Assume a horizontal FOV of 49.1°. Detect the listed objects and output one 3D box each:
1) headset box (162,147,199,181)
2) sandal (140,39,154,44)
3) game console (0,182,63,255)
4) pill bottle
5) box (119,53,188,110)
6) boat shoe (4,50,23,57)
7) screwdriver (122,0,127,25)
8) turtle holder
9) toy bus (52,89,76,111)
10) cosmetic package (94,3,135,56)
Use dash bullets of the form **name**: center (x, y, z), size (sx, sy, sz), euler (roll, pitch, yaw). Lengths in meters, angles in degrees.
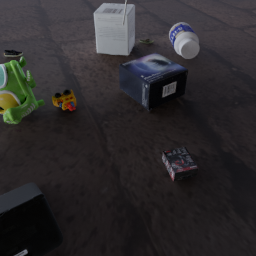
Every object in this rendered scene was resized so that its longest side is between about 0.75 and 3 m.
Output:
- **headset box**: center (1.622, 1.142, 8.688), size (0.799, 0.403, 1.074), euler (-11, 41, -12)
- **sandal**: center (1.091, -5.065, 16.258), size (0.863, 0.246, 0.343), euler (10, 41, 12)
- **game console**: center (-3.107, 2.591, 7.102), size (2.305, 1.342, 2.027), euler (-24, 75, -25)
- **pill bottle**: center (3.020, -4.597, 14.855), size (1.304, 1.304, 2.179), euler (-3, 40, -4)
- **box**: center (1.022, -2.056, 11.853), size (2.094, 1.290, 2.077), euler (-25, 44, -27)
- **boat shoe**: center (-6.131, -4.020, 14.965), size (0.985, 0.307, 0.367), euler (0, 38, -2)
- **screwdriver**: center (-0.046, -4.327, 9.427), size (0.289, 0.301, 2.071), euler (5, 66, 7)
- **turtle holder**: center (-4.315, -1.220, 10.597), size (1.851, 1.981, 2.607), euler (-24, 80, -13)
- **toy bus**: center (-2.494, -1.012, 11.219), size (0.887, 0.602, 0.851), euler (-21, 60, -20)
- **cosmetic package**: center (-0.646, -5.291, 15.009), size (1.793, 2.176, 1.795), euler (8, 41, 10)
